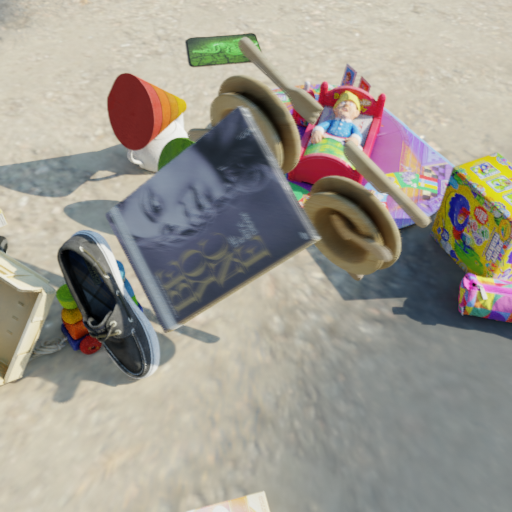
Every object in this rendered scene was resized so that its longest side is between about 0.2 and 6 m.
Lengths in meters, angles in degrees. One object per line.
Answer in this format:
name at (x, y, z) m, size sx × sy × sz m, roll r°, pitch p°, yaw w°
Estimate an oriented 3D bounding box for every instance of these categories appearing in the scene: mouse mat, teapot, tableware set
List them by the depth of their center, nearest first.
tableware set at (0.517, -1.011, 7.810) m, size 0.703 × 2.320 × 3.510 m, roll -40°, pitch 82°, yaw -24°
teapot at (-2.228, -2.682, 12.819) m, size 1.432 × 1.059 × 1.451 m, roll -8°, pitch 49°, yaw -7°
mouse mat at (-0.962, -6.144, 16.663) m, size 2.187 × 0.082 × 1.760 m, roll -7°, pitch 48°, yaw -7°

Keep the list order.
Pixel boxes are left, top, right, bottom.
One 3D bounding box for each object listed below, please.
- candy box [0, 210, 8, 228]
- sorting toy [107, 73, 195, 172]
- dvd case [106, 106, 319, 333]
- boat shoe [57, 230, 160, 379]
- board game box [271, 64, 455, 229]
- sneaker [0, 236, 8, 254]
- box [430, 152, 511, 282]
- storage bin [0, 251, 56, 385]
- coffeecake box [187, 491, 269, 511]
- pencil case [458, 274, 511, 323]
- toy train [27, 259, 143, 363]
candy box at (-5.940, -0.677, 11.446) m, size 1.386 × 0.391 × 0.808 m, roll -31°, pitch 54°, yaw -27°
sorting toy at (-1.132, -1.962, 11.619) m, size 4.679 × 1.622 × 1.612 m, roll 50°, pitch 42°, yaw 13°
dvd case at (-0.609, -0.341, 6.369) m, size 1.675 × 2.253 × 0.180 m, roll 62°, pitch 26°, yaw 9°
boat shoe at (-2.324, 0.867, 8.685) m, size 0.906 × 2.592 × 0.859 m, roll -15°, pitch 13°, yaw 16°
board game box at (1.755, -2.885, 12.812) m, size 4.612 × 1.137 × 5.838 m, roll -19°, pitch 50°, yaw -20°
sneaker at (-4.494, 0.494, 10.208) m, size 0.884 × 0.756 × 2.134 m, roll -14°, pitch 53°, yaw -22°
box at (4.386, -0.620, 10.429) m, size 1.093 × 1.791 × 1.725 m, roll -19°, pitch 50°, yaw -17°
storage bin at (-4.351, 0.900, 8.917) m, size 1.767 × 1.780 × 0.834 m, roll 28°, pitch 10°, yaw 14°
coffeecake box at (-0.459, 3.843, 7.207) m, size 1.463 × 0.534 × 1.123 m, roll -11°, pitch 49°, yaw -10°
pencil case at (4.476, 0.806, 9.839) m, size 1.829 × 0.808 × 0.808 m, roll 9°, pitch 48°, yaw 7°
toy train at (-3.042, 0.985, 9.311) m, size 2.216 × 1.282 × 0.938 m, roll -29°, pitch 53°, yaw -24°
